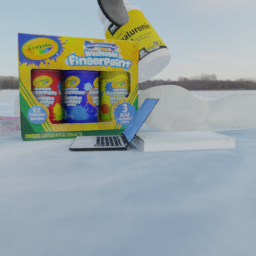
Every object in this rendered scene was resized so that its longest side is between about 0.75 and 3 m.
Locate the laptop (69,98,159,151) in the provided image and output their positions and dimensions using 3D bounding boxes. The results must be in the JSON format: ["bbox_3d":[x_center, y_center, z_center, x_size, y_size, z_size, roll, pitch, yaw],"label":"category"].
[{"bbox_3d":[-0.256,-0.113,4.790,1.365,0.791,1.278,-1,6,-5],"label":"laptop"}]

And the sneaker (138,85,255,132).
[{"bbox_3d":[1.584,-0.300,6.548,2.869,1.079,1.269,5,-7,8],"label":"sneaker"}]

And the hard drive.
[{"bbox_3d":[0.858,0.202,4.645,1.447,0.193,0.955,-2,7,-10],"label":"hard drive"}]

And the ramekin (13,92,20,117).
[{"bbox_3d":[-2.777,-0.691,9.131,1.855,0.974,1.855,0,6,0],"label":"ramekin"}]

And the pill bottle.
[{"bbox_3d":[0.118,-3.130,9.671,1.587,2.851,1.587,-30,-13,-8],"label":"pill bottle"}]

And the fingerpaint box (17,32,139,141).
[{"bbox_3d":[-0.983,-0.804,5.725,2.341,1.953,0.858,-2,6,-21],"label":"fingerpaint box"}]

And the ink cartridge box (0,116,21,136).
[{"bbox_3d":[-3.252,-0.093,6.630,1.827,0.383,1.090,1,6,25],"label":"ink cartridge box"}]

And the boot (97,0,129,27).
[{"bbox_3d":[-0.216,-3.764,7.418,1.412,0.749,2.146,-3,-39,37],"label":"boot"}]
